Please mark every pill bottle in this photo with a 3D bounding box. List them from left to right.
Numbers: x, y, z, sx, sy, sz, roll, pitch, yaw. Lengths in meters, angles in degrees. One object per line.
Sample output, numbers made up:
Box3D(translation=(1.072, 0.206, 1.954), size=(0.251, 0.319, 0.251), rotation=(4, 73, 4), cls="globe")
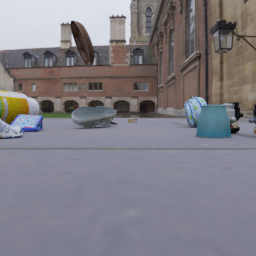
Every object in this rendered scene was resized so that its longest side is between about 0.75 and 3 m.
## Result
Box3D(translation=(-5.669, -0.904, 13.302), size=(1.642, 1.642, 2.956), rotation=(1, 2, 22), cls="pill bottle")

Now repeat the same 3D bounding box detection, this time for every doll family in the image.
Box3D(translation=(-1.790, -0.606, 14.670), size=(2.514, 0.986, 1.453), rotation=(3, -2, -3), cls="doll family")

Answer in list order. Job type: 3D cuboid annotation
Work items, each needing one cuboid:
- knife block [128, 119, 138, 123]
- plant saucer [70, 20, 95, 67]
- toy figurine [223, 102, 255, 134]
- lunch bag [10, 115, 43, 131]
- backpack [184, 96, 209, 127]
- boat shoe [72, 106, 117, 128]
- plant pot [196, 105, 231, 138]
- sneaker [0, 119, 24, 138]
Box3D(translation=(0.351, -0.521, 19.854), size=(0.730, 0.266, 0.832), rotation=(-1, 2, -5), cls="knife block")
Box3D(translation=(-1.821, -3.489, 11.520), size=(0.334, 1.938, 1.938), rotation=(-25, 10, -15), cls="plant saucer")
Box3D(translation=(3.163, -0.216, 7.495), size=(1.300, 0.904, 1.280), rotation=(3, 10, 30), cls="toy figurine")
Box3D(translation=(-3.295, -0.091, 9.093), size=(0.823, 0.514, 1.093), rotation=(2, 12, -5), cls="lunch bag")
Box3D(translation=(3.045, -0.652, 12.231), size=(1.363, 1.446, 1.773), rotation=(-13, 9, -10), cls="backpack")
Box3D(translation=(-1.402, -0.377, 11.949), size=(1.050, 0.913, 2.849), rotation=(20, 15, 19), cls="boat shoe")
Box3D(translation=(2.076, -0.173, 6.795), size=(0.828, 0.778, 0.828), rotation=(0, 2, 0), cls="plant pot")
Box3D(translation=(-2.867, -0.027, 6.308), size=(0.457, 0.535, 1.213), rotation=(0, 1, 30), cls="sneaker")
